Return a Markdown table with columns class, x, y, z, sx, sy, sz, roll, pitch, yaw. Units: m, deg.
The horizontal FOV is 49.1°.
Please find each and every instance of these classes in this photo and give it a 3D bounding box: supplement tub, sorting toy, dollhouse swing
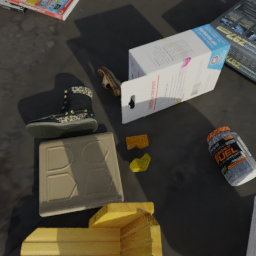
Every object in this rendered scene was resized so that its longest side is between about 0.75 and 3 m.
| class | x | y | z | sx | sy | sz | roll | pitch | yaw |
| --- | --- | --- | --- | --- | --- | --- | --- | --- | --- |
| supplement tub | 2.394 | 0.632 | 6.480 | 0.763 | 0.763 | 1.245 | -18 | 58 | -11 |
| sorting toy | -0.725 | 0.953 | 6.562 | 2.634 | 0.353 | 1.962 | -8 | 53 | -5 |
| dollhouse swing | -0.771 | 2.525 | 4.665 | 2.032 | 2.100 | 2.311 | 11 | 56 | -18 |

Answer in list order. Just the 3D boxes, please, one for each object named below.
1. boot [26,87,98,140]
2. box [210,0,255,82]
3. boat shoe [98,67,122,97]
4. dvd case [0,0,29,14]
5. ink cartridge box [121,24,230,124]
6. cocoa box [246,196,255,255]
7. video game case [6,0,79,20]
| class | x | y | z | sx | sy | sz | roll | pitch | yaw |
| --- | --- | --- | --- | --- | --- | --- | --- | --- | --- |
| boot | -1.688 | -0.411 | 7.263 | 1.738 | 0.627 | 1.313 | -5 | 54 | -5 |
| box | 4.002 | -2.510 | 8.270 | 2.333 | 0.755 | 2.958 | -40 | 66 | -22 |
| boat shoe | -0.532 | -1.309 | 7.932 | 0.406 | 0.416 | 1.100 | -35 | 63 | -17 |
| dvd case | -4.263 | -4.885 | 10.314 | 1.849 | 0.229 | 1.390 | 19 | 60 | 12 |
| ink cartridge box | 0.954 | -1.363 | 7.205 | 2.878 | 1.657 | 0.976 | -22 | 59 | -14 |
| cocoa box | 2.699 | 2.316 | 4.182 | 1.431 | 2.180 | 1.454 | 1 | 20 | 8 |
| video game case | -3.066 | -4.856 | 10.101 | 2.456 | 0.214 | 1.756 | 20 | 59 | 3 |
